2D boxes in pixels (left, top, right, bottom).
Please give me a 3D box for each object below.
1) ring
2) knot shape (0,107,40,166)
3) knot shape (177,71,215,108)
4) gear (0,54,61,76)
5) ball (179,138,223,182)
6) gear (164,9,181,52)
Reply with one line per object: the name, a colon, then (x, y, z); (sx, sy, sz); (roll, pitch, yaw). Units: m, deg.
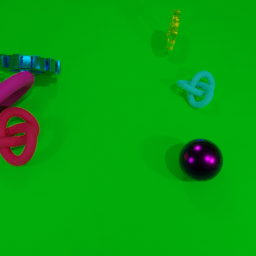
ring: (-3.637, -0.971, 8.380); (2.005, 2.005, 0.401); (-45, 101, -23)
knot shape: (-3.253, 0.304, 8.014); (1.780, 0.879, 1.902); (34, 55, 29)
knot shape: (2.335, -1.231, 9.244); (1.330, 0.615, 1.245); (-7, 59, -4)
gear: (-3.200, -1.984, 8.937); (2.064, 2.064, 0.382); (2, 94, 1)
ball: (1.982, 0.870, 7.642); (1.177, 1.177, 1.177); (0, 59, 0)
gear: (1.573, -3.463, 10.014); (0.257, 1.387, 1.387); (11, 59, -1)
